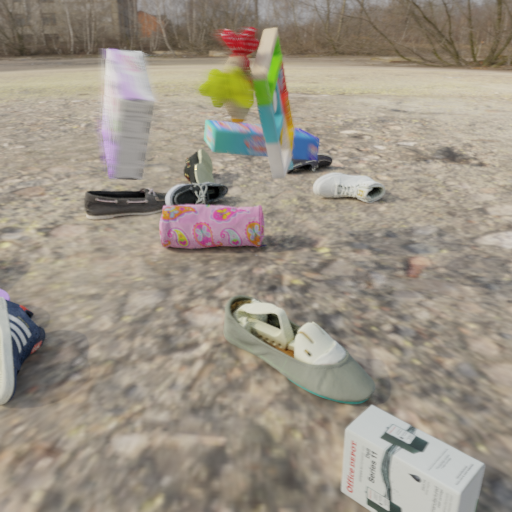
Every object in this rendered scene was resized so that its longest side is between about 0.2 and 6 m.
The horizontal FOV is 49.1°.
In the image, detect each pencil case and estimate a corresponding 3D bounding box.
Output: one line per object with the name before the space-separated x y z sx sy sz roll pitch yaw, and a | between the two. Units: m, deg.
pencil case | -0.905 -0.611 11.808 2.225 0.973 0.973 -1 24 -4

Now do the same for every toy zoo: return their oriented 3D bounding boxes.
toy zoo | 0.323 -2.256 8.900 0.222 2.169 1.423 -2 46 14

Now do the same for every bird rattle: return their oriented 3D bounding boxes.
bird rattle | -0.308 -2.499 7.901 0.739 1.069 1.311 -1 56 12

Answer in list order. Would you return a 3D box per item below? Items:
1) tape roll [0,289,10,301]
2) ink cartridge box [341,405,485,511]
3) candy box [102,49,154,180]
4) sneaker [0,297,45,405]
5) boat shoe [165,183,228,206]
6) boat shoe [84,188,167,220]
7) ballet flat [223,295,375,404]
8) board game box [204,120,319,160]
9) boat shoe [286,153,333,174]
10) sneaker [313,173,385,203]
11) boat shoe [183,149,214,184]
tape roll | -4.568 0.965 8.857 1.309 0.429 1.309 0 24 0
ink cartridge box | 1.486 2.199 5.528 1.247 0.914 0.518 21 32 40
candy box | -2.008 -2.155 8.605 0.542 1.515 1.271 -2 51 -21
sneaker | -3.362 1.306 7.888 0.809 0.718 1.915 26 23 -39
boat shoe | -1.444 -1.504 14.068 0.614 0.664 1.797 4 11 42
boat shoe | -3.056 -1.389 13.791 2.317 0.660 0.774 -11 27 -24
ballet flat | 0.494 1.211 7.826 2.557 0.814 0.862 21 33 38
board game box | 0.054 -2.254 10.828 1.978 0.445 1.504 1 20 -13
boat shoe | 1.604 -2.782 17.305 1.759 0.639 0.552 -4 67 -22
sneaker | 2.481 -1.771 14.656 1.794 0.661 1.037 -7 22 -19
boat shoe | -1.651 -2.309 15.899 0.677 0.791 2.161 -31 31 15
